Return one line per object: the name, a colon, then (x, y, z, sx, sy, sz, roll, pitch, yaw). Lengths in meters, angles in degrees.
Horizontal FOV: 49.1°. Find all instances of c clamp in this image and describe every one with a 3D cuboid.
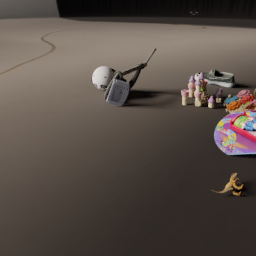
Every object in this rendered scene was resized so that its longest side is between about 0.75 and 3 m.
c clamp: (-0.016, -1.824, 9.797, 0.291, 1.838, 2.152, 42, 46, 12)

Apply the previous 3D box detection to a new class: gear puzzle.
gear puzzle: (3.454, -0.674, 8.529, 0.920, 0.233, 1.777, -26, 25, 20)

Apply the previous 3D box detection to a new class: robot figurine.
robot figurine: (-0.691, -1.719, 10.167, 0.870, 1.048, 1.395, 59, 20, 16)

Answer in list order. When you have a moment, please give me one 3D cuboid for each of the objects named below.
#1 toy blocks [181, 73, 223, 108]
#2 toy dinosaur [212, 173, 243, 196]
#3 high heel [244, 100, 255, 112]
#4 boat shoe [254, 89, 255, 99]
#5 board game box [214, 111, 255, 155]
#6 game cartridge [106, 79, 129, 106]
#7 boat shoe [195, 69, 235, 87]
toy blocks: (2.565, -1.395, 9.538, 1.258, 1.059, 1.176, 9, 26, 24)
toy dinosaur: (1.948, 1.142, 5.341, 0.399, 0.227, 0.751, 20, 37, 39)
high heel: (3.247, -0.591, 6.614, 0.542, 0.381, 1.130, -15, 2, -8)
boat shoe: (4.413, -0.629, 7.844, 1.077, 1.103, 2.916, 8, 17, 0)
board game box: (3.051, -0.068, 6.719, 1.947, 0.379, 1.539, -5, 40, 24)
game cartridge: (-0.301, -1.144, 9.172, 0.600, 0.902, 0.184, 18, 36, -10)
boat shoe: (3.574, -2.152, 11.507, 1.671, 0.593, 0.602, 15, 48, 29)
